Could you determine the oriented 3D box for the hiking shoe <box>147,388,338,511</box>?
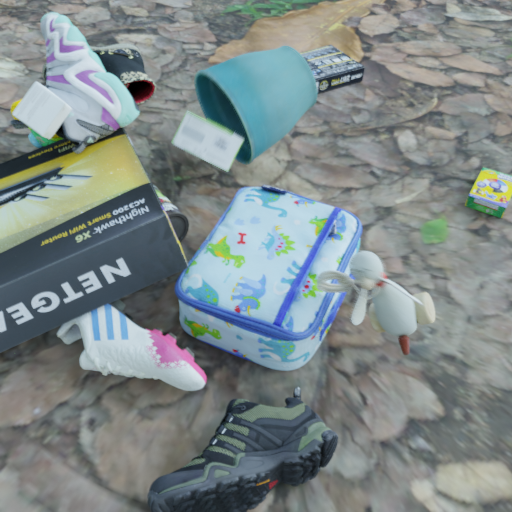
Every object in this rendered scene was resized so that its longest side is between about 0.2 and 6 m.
[{"bbox_3d":[-0.261,2.582,7.346,2.547,0.965,1.282,-12,36,-24],"label":"hiking shoe"}]

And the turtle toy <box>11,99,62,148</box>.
[{"bbox_3d":[-3.958,-2.747,12.344,2.592,1.310,1.889,27,41,23],"label":"turtle toy"}]

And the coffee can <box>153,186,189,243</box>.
[{"bbox_3d":[-1.922,-0.749,10.682,0.822,0.822,1.123,-27,50,-25],"label":"coffee can"}]

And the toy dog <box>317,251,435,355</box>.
[{"bbox_3d":[1.850,0.770,7.980,1.916,1.264,0.923,24,50,-29],"label":"toy dog"}]

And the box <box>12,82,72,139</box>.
[{"bbox_3d":[-3.367,-2.283,8.858,0.560,0.651,0.654,35,90,-12],"label":"box"}]

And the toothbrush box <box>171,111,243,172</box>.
[{"bbox_3d":[-0.951,-2.238,11.023,1.182,0.699,1.623,26,6,-8],"label":"toothbrush box"}]

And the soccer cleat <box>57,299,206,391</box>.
[{"bbox_3d":[-1.927,1.506,8.455,2.612,0.913,1.128,27,62,30],"label":"soccer cleat"}]

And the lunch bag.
[{"bbox_3d":[0.332,0.242,9.374,2.491,1.277,3.098,20,49,17],"label":"lunch bag"}]

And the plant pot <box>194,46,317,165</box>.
[{"bbox_3d":[0.098,-3.314,11.673,1.968,2.094,2.094,-34,53,-13],"label":"plant pot"}]

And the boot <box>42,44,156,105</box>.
[{"bbox_3d":[-4.058,-4.617,14.555,2.684,0.969,2.027,-18,50,-16],"label":"boot"}]

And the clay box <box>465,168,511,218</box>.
[{"bbox_3d":[4.943,-1.383,11.689,0.767,0.318,1.336,22,49,20],"label":"clay box"}]

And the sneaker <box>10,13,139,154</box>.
[{"bbox_3d":[-3.538,-2.931,9.796,1.917,1.065,2.741,-38,69,-6],"label":"sneaker"}]

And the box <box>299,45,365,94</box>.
[{"bbox_3d":[1.670,-5.096,15.362,2.034,0.499,1.639,-22,50,-21],"label":"box"}]

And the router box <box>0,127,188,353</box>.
[{"bbox_3d":[-3.786,-0.303,9.212,4.485,1.171,3.526,-25,43,-9],"label":"router box"}]
